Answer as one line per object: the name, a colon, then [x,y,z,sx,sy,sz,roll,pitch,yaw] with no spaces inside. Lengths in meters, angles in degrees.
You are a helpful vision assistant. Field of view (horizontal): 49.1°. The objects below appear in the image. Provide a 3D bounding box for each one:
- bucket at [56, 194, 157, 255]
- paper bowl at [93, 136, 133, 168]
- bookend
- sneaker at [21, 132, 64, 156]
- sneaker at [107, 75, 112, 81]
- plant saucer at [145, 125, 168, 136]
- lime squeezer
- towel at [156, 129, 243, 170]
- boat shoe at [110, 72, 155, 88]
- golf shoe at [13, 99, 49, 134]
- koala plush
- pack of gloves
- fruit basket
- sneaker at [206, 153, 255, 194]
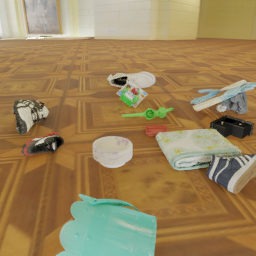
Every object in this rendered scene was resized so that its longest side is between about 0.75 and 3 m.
bucket: [-0.334,2.083,4.345,1.283,1.971,1.971,12,24,4]
paper bowl: [-0.482,0.784,8.829,1.252,0.651,1.252,0,23,0]
bookend: [3.939,0.033,10.718,1.178,0.543,1.171,-19,30,-37]
sneaker: [-2.814,0.576,9.458,0.736,0.532,1.506,17,27,39]
sneaker: [-1.234,-3.361,18.913,0.401,0.341,0.907,-15,26,-5]
plant saucer: [1.127,0.111,11.005,0.862,0.158,0.860,-1,21,2]
lime squeezer: [1.098,-0.722,12.520,2.656,0.501,0.938,-10,27,-23]
towel: [2.281,0.648,9.331,2.325,0.560,1.990,-4,21,-9]
boat shoe: [0.213,-2.844,16.873,2.800,1.008,0.920,10,31,22]
golf shoe: [-3.979,-0.629,11.567,1.352,1.113,2.862,-7,25,-15]
koala plush: [4.857,-1.139,13.147,1.243,1.142,1.102,-8,26,41]
pack of gloves: [4.388,-1.790,13.337,2.983,0.589,2.506,-22,10,9]
fruit basket: [0.237,-1.756,14.148,1.205,0.610,1.301,39,58,5]
sneaker: [3.094,1.066,8.124,2.017,0.707,1.094,-24,35,-39]
